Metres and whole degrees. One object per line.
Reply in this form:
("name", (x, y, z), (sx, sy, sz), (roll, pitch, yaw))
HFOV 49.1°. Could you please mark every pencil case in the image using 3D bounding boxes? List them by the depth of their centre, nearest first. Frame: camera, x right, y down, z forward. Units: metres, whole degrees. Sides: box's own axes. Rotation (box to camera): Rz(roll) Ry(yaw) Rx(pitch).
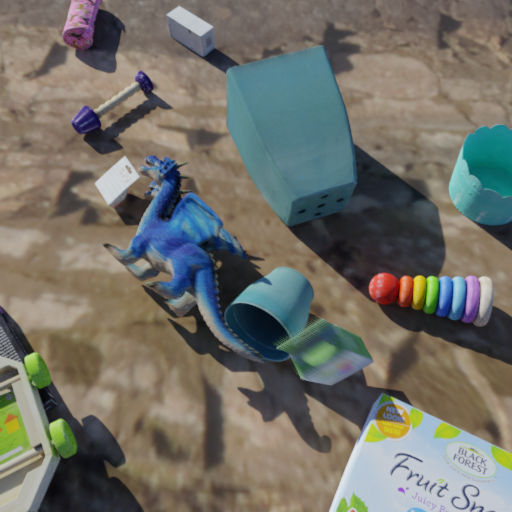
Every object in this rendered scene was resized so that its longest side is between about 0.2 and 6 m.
("pencil case", (-3.930, -5.407, 12.705), (0.658, 0.688, 1.589), (15, 59, -21))

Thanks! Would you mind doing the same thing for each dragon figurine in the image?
("dragon figurine", (-1.002, -0.188, 9.095), (4.132, 1.216, 2.055), (35, 77, 34))

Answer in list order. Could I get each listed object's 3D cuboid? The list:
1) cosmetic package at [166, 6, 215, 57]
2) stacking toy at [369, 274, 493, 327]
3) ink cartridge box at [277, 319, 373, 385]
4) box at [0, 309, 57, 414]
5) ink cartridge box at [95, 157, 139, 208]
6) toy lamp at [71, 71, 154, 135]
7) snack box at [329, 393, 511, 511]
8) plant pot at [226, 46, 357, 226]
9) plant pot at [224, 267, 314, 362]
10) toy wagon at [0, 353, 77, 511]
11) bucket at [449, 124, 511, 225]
("cosmetic package", (-1.458, -5.016, 12.521), (1.074, 0.606, 0.436), (35, 66, 19))
("stacking toy", (2.879, 0.627, 9.384), (1.933, 0.825, 0.825), (9, 61, 11))
("ink cartridge box", (1.031, 1.432, 8.080), (0.805, 1.551, 0.460), (-34, 60, 16))
("box", (-4.435, 1.905, 8.819), (1.662, 0.420, 2.325), (-34, 66, -16))
("ink cartridge box", (-2.571, -1.381, 10.493), (0.794, 0.199, 0.644), (-40, 63, 4))
("toy lamp", (-2.979, -3.140, 11.545), (0.540, 0.540, 1.856), (38, 66, 19))
("snack box", (2.512, 3.573, 7.602), (2.776, 0.939, 2.341), (25, 65, 12))
("plant pot", (0.731, -2.032, 10.233), (1.840, 1.841, 2.605), (-17, 71, -9))
("plant pot", (0.313, 0.845, 9.030), (1.242, 1.242, 1.167), (28, 50, 14))
("toy wagon", (-4.154, 2.328, 8.019), (2.511, 0.640, 3.236), (-25, 66, -13))
("bucket", (4.423, -1.446, 10.279), (1.683, 1.095, 1.683), (0, 62, 0))
